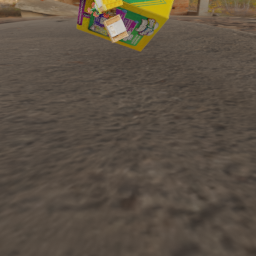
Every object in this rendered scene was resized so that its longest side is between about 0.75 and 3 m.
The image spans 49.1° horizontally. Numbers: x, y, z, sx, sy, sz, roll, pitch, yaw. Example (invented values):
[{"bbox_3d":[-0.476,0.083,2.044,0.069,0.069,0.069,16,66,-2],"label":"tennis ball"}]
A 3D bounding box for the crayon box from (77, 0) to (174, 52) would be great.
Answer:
[{"bbox_3d":[-0.228,-3.306,8.082,2.282,0.771,2.645,15,-6,-12],"label":"crayon box"}]

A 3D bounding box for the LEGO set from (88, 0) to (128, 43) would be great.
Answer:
[{"bbox_3d":[-1.130,-2.955,5.730,2.866,1.318,1.067,32,-18,-32],"label":"LEGO set"}]
